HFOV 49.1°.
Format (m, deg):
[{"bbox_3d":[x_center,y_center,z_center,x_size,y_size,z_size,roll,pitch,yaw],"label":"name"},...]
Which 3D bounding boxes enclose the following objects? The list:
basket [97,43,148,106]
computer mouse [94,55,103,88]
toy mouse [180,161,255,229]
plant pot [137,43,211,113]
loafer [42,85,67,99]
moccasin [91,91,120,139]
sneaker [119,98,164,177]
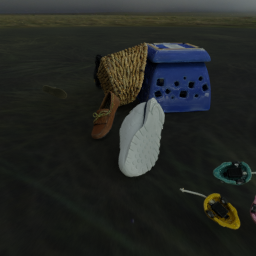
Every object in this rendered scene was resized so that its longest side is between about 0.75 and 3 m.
[{"bbox_3d":[-0.001,-1.547,8.828,1.499,1.436,2.012,-23,0,-12],"label":"basket"},{"bbox_3d":[-0.077,-2.104,11.148,2.574,1.411,0.565,3,39,-12],"label":"computer mouse"},{"bbox_3d":[1.801,1.014,4.334,1.506,0.291,1.338,40,71,22],"label":"toy mouse"},{"bbox_3d":[1.455,-1.773,9.357,2.160,1.942,2.160,-4,24,-9],"label":"plant pot"},{"bbox_3d":[-2.479,-1.239,9.564,0.851,0.324,0.287,24,3,-7],"label":"loafer"},{"bbox_3d":[-0.619,-0.347,7.314,0.524,0.553,1.432,2,55,36],"label":"moccasin"},{"bbox_3d":[0.178,0.236,6.191,0.866,0.822,2.152,-15,32,32],"label":"sneaker"}]
